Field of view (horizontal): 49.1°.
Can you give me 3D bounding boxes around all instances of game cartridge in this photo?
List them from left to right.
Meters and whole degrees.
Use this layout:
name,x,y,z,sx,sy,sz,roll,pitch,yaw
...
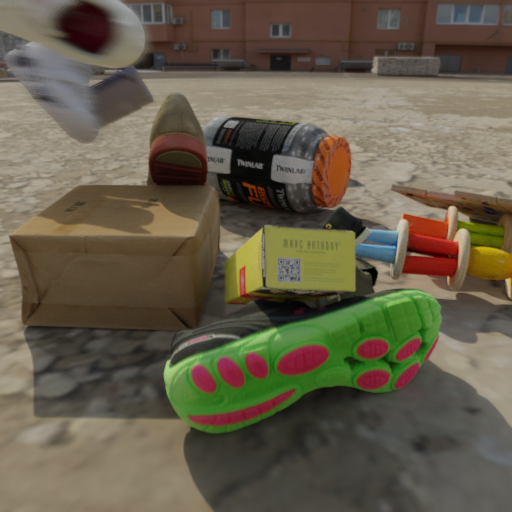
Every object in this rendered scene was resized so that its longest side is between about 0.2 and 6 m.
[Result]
name,x,y,z,sx,sy,sz,roll,pitch,yaw
game cartridge,-2.701,-2.680,9.872,1.621,0.311,1.051,-26,-9,1

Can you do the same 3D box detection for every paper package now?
name,x,y,z,sx,sy,sz,roll,pitch,yaw
paper package,-1.823,-0.102,8.001,2.417,1.312,2.536,1,22,2

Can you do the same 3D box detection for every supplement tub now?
name,x,y,z,sx,sy,sz,roll,pitch,yaw
supplement tub,0.357,-1.939,11.862,2.999,1.838,1.838,12,25,29

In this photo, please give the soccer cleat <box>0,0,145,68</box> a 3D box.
name,x,y,z,sx,sy,sz,roll,pitch,yaw
soccer cleat,-2.619,-2.960,6.362,2.776,0.970,1.199,18,18,-11

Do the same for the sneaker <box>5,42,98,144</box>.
name,x,y,z,sx,sy,sz,roll,pitch,yaw
sneaker,-2.924,-2.919,8.943,1.437,0.939,2.500,-42,60,-3

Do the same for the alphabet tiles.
name,x,y,z,sx,sy,sz,roll,pitch,yaw
alphabet tiles,4.410,-0.669,9.370,3.923,0.148,3.279,16,5,36

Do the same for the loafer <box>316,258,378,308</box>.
name,x,y,z,sx,sy,sz,roll,pitch,yaw
loafer,1.236,0.436,7.419,0.683,0.738,1.962,3,21,19

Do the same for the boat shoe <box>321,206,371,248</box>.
name,x,y,z,sx,sy,sz,roll,pitch,yaw
boat shoe,0.858,-0.102,7.738,0.572,1.826,0.668,45,58,0

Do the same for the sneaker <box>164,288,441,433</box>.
name,x,y,z,sx,sy,sz,roll,pitch,yaw
sneaker,0.562,0.814,5.878,3.151,1.209,1.320,-7,27,-20

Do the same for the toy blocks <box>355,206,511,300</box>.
name,x,y,z,sx,sy,sz,roll,pitch,yaw
toy blocks,2.639,-0.216,8.531,2.497,0.907,2.081,10,23,8

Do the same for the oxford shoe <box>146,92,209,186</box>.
name,x,y,z,sx,sy,sz,roll,pitch,yaw
oxford shoe,-1.308,-1.467,9.582,1.148,1.218,3.258,2,-21,-13

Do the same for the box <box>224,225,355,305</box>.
name,x,y,z,sx,sy,sz,roll,pitch,yaw
box,0.255,0.202,6.492,0.955,0.636,2.538,3,-8,-13
